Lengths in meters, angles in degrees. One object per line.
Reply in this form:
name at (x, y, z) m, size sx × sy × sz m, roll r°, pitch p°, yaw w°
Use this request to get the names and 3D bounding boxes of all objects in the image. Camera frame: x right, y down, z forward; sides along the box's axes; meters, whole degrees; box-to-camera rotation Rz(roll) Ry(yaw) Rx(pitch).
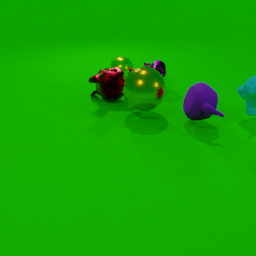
monkey head at (3.449, -0.858, 7.399) m, size 1.399 × 1.006 × 0.843 m, roll 1°, pitch -8°, yaw -23°
cow figurine at (0.932, -2.050, 9.910) m, size 0.690 × 1.257 × 1.237 m, roll 18°, pitch 57°, yaw -15°
ball at (0.446, -1.067, 7.690) m, size 1.206 × 1.206 × 1.206 m, roll 0°, pitch 31°, yaw 0°
monkey head at (-0.638, -1.262, 8.545) m, size 1.696 × 1.022 × 1.220 m, roll 5°, pitch 25°, yaw 33°
ball at (-0.227, -2.121, 10.043) m, size 0.868 × 0.868 × 0.868 m, roll 0°, pitch 31°, yaw 0°
teapot at (1.956, -0.634, 7.281) m, size 0.797 × 1.012 × 1.628 m, roll 14°, pitch 20°, yaw -13°
